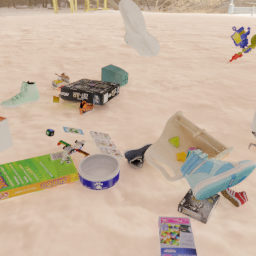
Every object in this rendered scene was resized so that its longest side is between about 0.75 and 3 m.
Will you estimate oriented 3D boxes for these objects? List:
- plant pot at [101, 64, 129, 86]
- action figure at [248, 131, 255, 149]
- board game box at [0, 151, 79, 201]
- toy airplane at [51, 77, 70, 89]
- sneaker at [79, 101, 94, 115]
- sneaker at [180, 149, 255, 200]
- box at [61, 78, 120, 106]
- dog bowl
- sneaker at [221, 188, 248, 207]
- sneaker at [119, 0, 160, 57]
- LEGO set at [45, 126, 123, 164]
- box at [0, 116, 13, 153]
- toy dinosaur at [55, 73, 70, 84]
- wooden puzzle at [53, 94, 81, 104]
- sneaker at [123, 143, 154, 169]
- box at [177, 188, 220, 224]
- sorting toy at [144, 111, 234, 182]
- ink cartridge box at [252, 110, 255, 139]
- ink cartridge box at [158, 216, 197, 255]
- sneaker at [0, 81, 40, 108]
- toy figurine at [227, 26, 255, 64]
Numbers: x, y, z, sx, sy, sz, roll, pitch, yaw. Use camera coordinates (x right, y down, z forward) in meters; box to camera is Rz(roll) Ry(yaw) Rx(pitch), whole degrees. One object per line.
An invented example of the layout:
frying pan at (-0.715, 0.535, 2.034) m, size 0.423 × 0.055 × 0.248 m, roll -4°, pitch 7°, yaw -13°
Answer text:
plant pot at (-0.670, -2.819, 15.349) m, size 1.321 × 0.933 × 0.933 m, roll 20°, pitch 34°, yaw 26°
action figure at (4.750, 0.572, 9.334) m, size 1.313 × 0.710 × 1.358 m, roll 10°, pitch 29°, yaw 35°
board game box at (-2.978, 1.377, 8.134) m, size 2.819 × 0.423 × 1.347 m, roll -9°, pitch 29°, yaw -21°
toy airplane at (-3.520, -2.316, 14.616) m, size 0.982 × 0.696 × 0.986 m, roll -4°, pitch 28°, yaw -8°
sneaker at (-1.797, -0.965, 12.287) m, size 0.357 × 0.516 × 0.921 m, roll 14°, pitch 33°, yaw 21°
sneaker at (2.347, 0.975, 7.557) m, size 2.046 × 0.814 × 1.336 m, roll -16°, pitch 49°, yaw -22°
box at (-1.702, -1.775, 13.275) m, size 2.031 × 0.552 × 2.536 m, roll 10°, pitch 21°, yaw 12°
dog bowl at (-0.839, 1.268, 8.233) m, size 1.206 × 0.475 × 1.206 m, roll 0°, pitch 28°, yaw 0°
sneaker at (2.848, 1.755, 7.536) m, size 0.449 × 0.284 × 0.798 m, roll -17°, pitch 40°, yaw -21°
sneaker at (0.183, -3.584, 10.477) m, size 1.079 × 2.438 × 0.918 m, roll 1°, pitch 52°, yaw 41°
LEGO set at (-1.526, 0.569, 9.324) m, size 2.339 × 0.574 × 1.747 m, roll 10°, pitch 21°, yaw -28°
box at (-5.188, 0.461, 9.031) m, size 1.435 × 1.125 × 2.308 m, roll 15°, pitch 32°, yaw 25°
toy dinosaur at (-3.592, -2.836, 15.843) m, size 1.150 × 0.494 × 0.780 m, roll 24°, pitch 30°, yaw 28°
wooden puzzle at (-2.521, -1.359, 13.125) m, size 2.127 × 0.249 × 1.435 m, roll -4°, pitch 23°, yaw -23°
sneaker at (0.519, 0.882, 8.884) m, size 1.189 × 0.452 × 0.859 m, roll -16°, pitch 20°, yaw -9°
box at (1.841, 1.939, 7.244) m, size 0.778 × 0.237 × 0.982 m, roll 18°, pitch 34°, yaw 31°
sorting toy at (1.641, 0.781, 8.616) m, size 2.001 × 1.188 × 2.223 m, roll -27°, pitch 45°, yaw -22°
ink cartridge box at (5.815, -0.012, 10.332) m, size 2.124 × 0.714 × 1.234 m, roll 9°, pitch 30°, yaw 14°
ink cartridge box at (1.080, 2.508, 6.200) m, size 0.761 × 0.267 × 1.275 m, roll 1°, pitch 30°, yaw 2°
sneaker at (-5.035, -1.597, 12.882) m, size 1.834 × 1.082 × 0.675 m, roll -22°, pitch 37°, yaw -33°
toy figurine at (3.963, -3.165, 9.976) m, size 0.955 × 1.085 × 1.811 m, roll -27°, pitch -3°, yaw -1°
